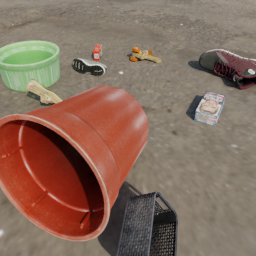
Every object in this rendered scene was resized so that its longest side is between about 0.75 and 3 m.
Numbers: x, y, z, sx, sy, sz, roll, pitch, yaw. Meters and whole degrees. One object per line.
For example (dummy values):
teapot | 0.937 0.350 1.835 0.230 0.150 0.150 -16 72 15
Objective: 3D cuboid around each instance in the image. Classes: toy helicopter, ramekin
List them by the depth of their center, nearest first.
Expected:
ramekin | -3.780 -2.386 10.805 2.395 1.170 2.395 0 37 0
toy helicopter | 0.849 -3.236 12.612 1.424 0.562 0.942 23 32 11

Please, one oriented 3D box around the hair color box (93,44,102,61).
hair color box | -1.377 -3.473 12.847 0.270 0.447 0.881 1 38 2

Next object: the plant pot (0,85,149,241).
plant pot | -0.950 0.439 6.100 2.737 2.737 2.661 17 33 21

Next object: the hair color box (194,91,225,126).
hair color box | 2.698 -0.666 9.168 0.691 0.418 1.382 16 40 20

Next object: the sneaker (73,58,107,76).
sneaker | -1.585 -2.535 11.602 1.525 0.563 0.604 18 31 13

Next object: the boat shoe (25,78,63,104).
boat shoe | -2.663 -1.015 9.191 1.468 0.523 0.474 35 83 -1

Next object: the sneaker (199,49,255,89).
sneaker | 3.950 -2.242 10.818 2.607 0.986 1.506 14 42 17

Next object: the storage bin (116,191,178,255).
storage bin | 0.382 1.926 4.929 0.637 0.919 1.359 -19 35 28
